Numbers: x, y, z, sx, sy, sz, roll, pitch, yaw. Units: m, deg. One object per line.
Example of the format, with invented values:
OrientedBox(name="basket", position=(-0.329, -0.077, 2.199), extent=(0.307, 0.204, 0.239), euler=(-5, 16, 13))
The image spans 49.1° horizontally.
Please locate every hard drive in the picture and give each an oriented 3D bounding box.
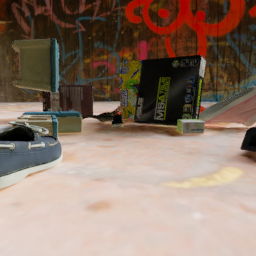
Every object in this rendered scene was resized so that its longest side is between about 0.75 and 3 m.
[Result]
OrientedBox(name="hard drive", position=(3.786, 0.249, 5.416), extent=(2.655, 0.562, 1.790), euler=(5, 9, 39))

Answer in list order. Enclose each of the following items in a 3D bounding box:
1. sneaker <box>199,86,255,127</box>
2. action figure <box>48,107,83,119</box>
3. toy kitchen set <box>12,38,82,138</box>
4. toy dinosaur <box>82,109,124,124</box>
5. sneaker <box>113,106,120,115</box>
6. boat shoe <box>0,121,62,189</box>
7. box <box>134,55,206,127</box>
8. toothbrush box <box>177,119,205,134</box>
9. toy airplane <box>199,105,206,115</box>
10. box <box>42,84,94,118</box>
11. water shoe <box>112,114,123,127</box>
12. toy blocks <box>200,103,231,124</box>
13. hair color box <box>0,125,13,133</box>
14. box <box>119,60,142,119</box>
OrientedBox(name="sneaker", position=(3.863, -0.428, 10.388), extent=(2.496, 1.305, 0.939), euler=(-29, 15, 35))
OrientedBox(name="action figure", position=(-2.619, -0.393, 10.669), extent=(1.539, 0.713, 2.606), euler=(3, 10, -3))
OrientedBox(name="toy kitchen set", position=(-1.998, -0.910, 7.507), extent=(1.747, 2.375, 2.965), euler=(-1, 7, -16))
OrientedBox(name="toy dinosaur", position=(-1.023, -0.463, 11.915), extent=(2.252, 0.534, 0.992), euler=(0, 12, 30))
OrientedBox(name="sneaker", position=(-0.528, -0.874, 14.833), extent=(0.504, 0.593, 1.367), euler=(1, 7, 6))
OrientedBox(name="boat shoe", position=(-1.686, 0.296, 4.305), extent=(0.888, 0.734, 2.372), euler=(2, 7, 15))
OrientedBox(name="box", position=(1.496, -1.338, 10.399), extent=(2.459, 2.546, 0.605), euler=(6, -5, 33))
OrientedBox(name="toothbrush box", position=(1.951, -0.053, 8.770), extent=(0.656, 0.388, 0.901), euler=(0, 8, -1))
OrientedBox(name="toy airplane", position=(3.452, -0.734, 13.136), extent=(1.106, 0.784, 1.111), euler=(-1, -15, -5))
OrientedBox(name="box", position=(-3.061, -1.369, 14.281), extent=(2.034, 1.687, 1.670), euler=(-7, 9, -45))
OrientedBox(name="water shoe", position=(-0.418, -0.285, 10.405), extent=(0.415, 0.458, 1.160), euler=(-1, 7, -8))
OrientedBox(name="toy blocks", position=(4.025, -0.727, 12.586), extent=(1.910, 0.832, 2.291), euler=(-3, 7, -29))
OrientedBox(name="hair color box", position=(-3.273, 0.176, 6.821), extent=(0.632, 0.387, 1.277), euler=(2, 6, 16))
OrientedBox(name="box", position=(1.097, -1.833, 13.575), extent=(2.668, 2.770, 1.690), euler=(3, 7, 21))
